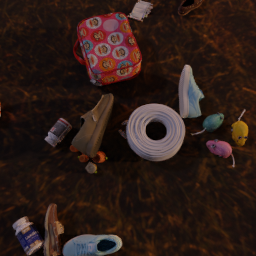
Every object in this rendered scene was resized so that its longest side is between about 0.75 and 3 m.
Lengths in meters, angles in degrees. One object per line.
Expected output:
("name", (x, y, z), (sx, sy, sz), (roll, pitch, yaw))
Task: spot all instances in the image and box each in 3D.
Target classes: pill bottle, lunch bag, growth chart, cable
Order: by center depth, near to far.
("pill bottle", (-3.207, 3.444, 8.996), (0.622, 0.622, 1.074), (-36, 74, -12))
("cable", (0.992, 0.108, 10.167), (2.147, 0.743, 2.147), (-35, 73, -12))
("pill bottle", (-2.554, 0.169, 10.247), (0.561, 0.561, 0.969), (33, 73, 12))
("lunch bag", (-0.917, -3.142, 11.159), (2.470, 1.149, 2.805), (-14, 70, -5))
("growth chart", (0.588, -5.243, 12.511), (0.834, 0.102, 1.153), (26, 72, 9))

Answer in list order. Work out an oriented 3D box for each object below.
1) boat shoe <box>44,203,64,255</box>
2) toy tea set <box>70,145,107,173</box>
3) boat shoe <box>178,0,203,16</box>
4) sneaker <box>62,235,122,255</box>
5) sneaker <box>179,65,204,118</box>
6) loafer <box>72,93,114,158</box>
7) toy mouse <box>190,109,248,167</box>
("boat shoe", (-2.367, 3.303, 9.095), (0.595, 0.628, 1.657), (0, 79, -4))
("toy tea set", (-1.417, 0.926, 10.103), (1.405, 0.520, 0.836), (45, 105, 12))
("boat shoe", (2.839, -5.568, 12.415), (0.522, 0.522, 1.484), (43, 74, 15))
("sneaker", (-1.159, 3.688, 8.818), (1.914, 0.784, 0.707), (-10, 69, -4))
("sneaker", (2.456, -1.381, 10.778), (0.876, 0.790, 2.137), (5, 78, -6))
("loafer", (-1.185, -0.263, 9.885), (0.926, 1.044, 2.745), (15, 49, 3))
("toy mouse", (3.377, 0.214, 10.283), (2.103, 0.458, 2.366), (5, 70, 2))
